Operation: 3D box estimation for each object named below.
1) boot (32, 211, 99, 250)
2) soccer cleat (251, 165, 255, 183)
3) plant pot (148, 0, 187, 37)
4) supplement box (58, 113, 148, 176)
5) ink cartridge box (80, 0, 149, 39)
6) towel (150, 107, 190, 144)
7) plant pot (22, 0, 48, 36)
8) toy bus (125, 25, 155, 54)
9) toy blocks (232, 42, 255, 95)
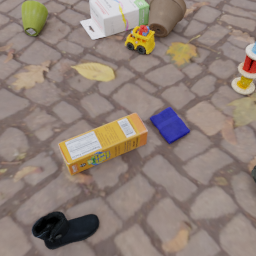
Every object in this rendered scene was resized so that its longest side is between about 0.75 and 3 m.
[{"bbox_3d":[-1.548,2.552,7.281,1.618,1.359,0.618,-19,57,-14],"label":"boot"},{"bbox_3d":[4.328,2.178,7.897,1.076,0.832,2.572,12,57,-38],"label":"soccer cleat"},{"bbox_3d":[1.592,-5.009,12.654,1.725,1.725,1.505,19,73,13],"label":"plant pot"},{"bbox_3d":[-0.761,0.504,9.024,2.734,0.910,0.941,-21,59,-14],"label":"supplement box"},{"bbox_3d":[-0.678,-5.359,13.142,2.932,0.987,1.717,-23,58,-16],"label":"ink cartridge box"},{"bbox_3d":[1.465,-0.088,9.843,0.923,0.310,1.250,-28,59,-11],"label":"towel"},{"bbox_3d":[-4.345,-4.914,12.862,1.188,1.188,1.270,0,69,0],"label":"plant pot"},{"bbox_3d":[0.515,-3.929,12.018,1.243,1.193,0.843,24,59,18],"label":"toy bus"},{"bbox_3d":[5.109,-2.476,10.162,2.088,2.506,0.910,-12,56,-8],"label":"toy blocks"}]
